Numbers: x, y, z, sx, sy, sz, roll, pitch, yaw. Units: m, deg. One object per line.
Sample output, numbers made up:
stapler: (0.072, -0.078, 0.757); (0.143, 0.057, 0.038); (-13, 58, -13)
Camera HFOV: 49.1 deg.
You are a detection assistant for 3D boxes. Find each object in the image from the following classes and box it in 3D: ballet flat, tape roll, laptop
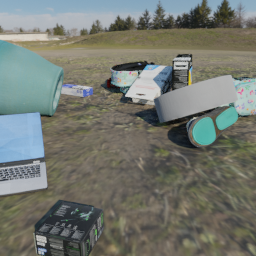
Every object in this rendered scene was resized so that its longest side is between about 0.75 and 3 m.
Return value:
ballet flat: (2.497, -0.029, 8.928); (0.994, 0.994, 2.722); (18, 31, 41)
tape roll: (2.331, -0.974, 9.795); (2.754, 0.910, 2.754); (-17, -1, 0)
laptop: (-3.013, 0.574, 6.584); (1.994, 1.234, 2.130); (-7, 21, -16)

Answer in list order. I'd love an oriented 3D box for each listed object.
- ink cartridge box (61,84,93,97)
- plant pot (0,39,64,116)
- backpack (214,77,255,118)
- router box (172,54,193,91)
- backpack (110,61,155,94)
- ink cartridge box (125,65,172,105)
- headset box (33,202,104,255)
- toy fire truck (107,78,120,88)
ink cartridge box: (-2.873, -2.037, 15.109); (1.818, 0.402, 0.855); (11, 22, 29)
plant pot: (-4.098, -1.749, 10.996); (2.793, 2.973, 2.973); (12, 18, -8)
backpack: (4.316, -1.186, 11.062); (1.762, 1.564, 1.326); (-6, 15, -3)
router box: (2.448, -2.090, 12.577); (0.755, 2.205, 2.956); (4, 20, 14)
backpack: (0.178, -2.754, 15.174); (2.243, 1.688, 1.991); (-7, 23, -23)
ink cartridge box: (1.102, -1.894, 13.221); (1.480, 0.865, 2.551); (11, 49, 29)
headset box: (-0.922, 1.681, 4.649); (0.825, 0.440, 0.948); (5, 20, 15)
toy fire truck: (-0.783, -3.106, 16.842); (0.832, 1.245, 1.483); (2, 20, 6)
